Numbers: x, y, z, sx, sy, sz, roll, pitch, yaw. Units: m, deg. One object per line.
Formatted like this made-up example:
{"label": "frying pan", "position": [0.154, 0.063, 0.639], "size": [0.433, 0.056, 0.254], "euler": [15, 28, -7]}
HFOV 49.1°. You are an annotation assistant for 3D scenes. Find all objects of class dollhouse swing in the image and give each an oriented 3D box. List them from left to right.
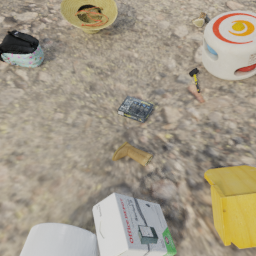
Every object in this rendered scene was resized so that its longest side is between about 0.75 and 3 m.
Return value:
{"label": "dollhouse swing", "position": [3.189, 2.073, 7.800], "size": [1.912, 1.681, 1.738], "euler": [-6, 91, -6]}

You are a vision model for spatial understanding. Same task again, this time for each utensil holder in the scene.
{"label": "utensil holder", "position": [-1.546, 3.359, 5.763], "size": [1.860, 1.860, 2.188], "euler": [5, 47, 4]}

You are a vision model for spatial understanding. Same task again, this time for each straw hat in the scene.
{"label": "straw hat", "position": [-1.825, -5.238, 13.439], "size": [2.824, 1.195, 2.824], "euler": [1, 62, -2]}

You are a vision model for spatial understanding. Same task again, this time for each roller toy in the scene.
{"label": "roller toy", "position": [4.284, -3.328, 11.106], "size": [2.715, 1.898, 2.477], "euler": [18, 61, 21]}

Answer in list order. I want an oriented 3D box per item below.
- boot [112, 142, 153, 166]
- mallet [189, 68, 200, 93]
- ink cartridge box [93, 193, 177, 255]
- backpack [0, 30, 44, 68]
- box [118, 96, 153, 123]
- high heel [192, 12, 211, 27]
{"label": "boot", "position": [0.134, 0.908, 8.793], "size": [1.013, 0.335, 0.887], "euler": [29, 55, 21]}
{"label": "mallet", "position": [2.679, -1.859, 11.217], "size": [0.243, 0.389, 1.181], "euler": [22, 56, -35]}
{"label": "ink cartridge box", "position": [0.165, 2.400, 6.547], "size": [0.764, 1.817, 1.326], "euler": [-39, 48, 23]}
{"label": "backpack", "position": [-4.444, -3.261, 11.816], "size": [1.732, 1.096, 1.445], "euler": [10, 65, 10]}
{"label": "box", "position": [0.278, -0.689, 10.174], "size": [1.076, 0.275, 0.849], "euler": [20, 52, 16]}
{"label": "high heel", "position": [3.521, -5.531, 14.099], "size": [1.354, 0.483, 0.965], "euler": [-10, 55, -30]}
